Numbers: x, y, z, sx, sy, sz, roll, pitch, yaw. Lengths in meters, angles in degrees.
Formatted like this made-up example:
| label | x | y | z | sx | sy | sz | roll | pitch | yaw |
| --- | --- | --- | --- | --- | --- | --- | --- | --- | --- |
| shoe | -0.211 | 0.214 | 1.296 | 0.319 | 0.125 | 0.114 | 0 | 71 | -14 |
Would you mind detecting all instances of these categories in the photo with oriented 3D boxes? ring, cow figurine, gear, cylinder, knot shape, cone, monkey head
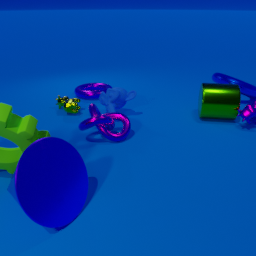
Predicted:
| label | x | y | z | sx | sy | sz | roll | pitch | yaw |
| --- | --- | --- | --- | --- | --- | --- | --- | --- | --- |
| ring | 3.925 | -1.558 | 10.170 | 1.838 | 0.368 | 1.838 | 21 | 14 | -5 |
| ring | -1.298 | -1.425 | 10.621 | 1.462 | 0.292 | 1.462 | -1 | 23 | 0 |
| cow figurine | 3.539 | -0.450 | 7.986 | 0.946 | 0.961 | 0.528 | -34 | 69 | 2 |
| cow figurine | -1.969 | -0.756 | 9.015 | 0.872 | 0.487 | 0.887 | 3 | 23 | 1 |
| gear | -2.442 | 0.250 | 5.230 | 1.916 | 1.916 | 0.354 | 1 | 53 | 2 |
| cylinder | 2.712 | -0.807 | 8.432 | 1.060 | 1.060 | 1.060 | 4 | 25 | 7 |
| knot shape | -0.698 | -0.145 | 7.242 | 1.363 | 0.630 | 1.275 | 29 | 20 | 29 |
| cone | -1.741 | 1.022 | 4.986 | 1.468 | 1.463 | 1.463 | -16 | 13 | 35 |
| monkey head | -0.384 | -0.762 | 8.537 | 1.330 | 0.957 | 0.802 | -20 | -18 | 38 |
